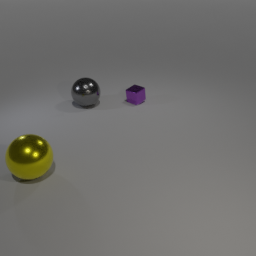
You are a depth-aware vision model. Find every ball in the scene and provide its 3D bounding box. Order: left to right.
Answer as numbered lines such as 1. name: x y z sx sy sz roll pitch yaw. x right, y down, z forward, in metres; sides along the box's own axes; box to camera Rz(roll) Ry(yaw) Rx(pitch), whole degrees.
1. ball: -3.012 0.880 8.595 1.400 1.400 1.400 0 29 0
2. ball: -2.018 -1.717 13.426 1.400 1.400 1.400 0 29 0

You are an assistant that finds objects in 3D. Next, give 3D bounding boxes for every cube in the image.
1. cube: 0.389 -1.649 13.909 0.700 0.700 0.700 24 45 36
